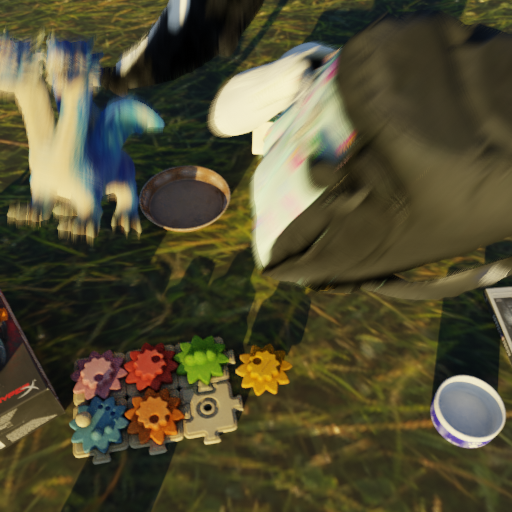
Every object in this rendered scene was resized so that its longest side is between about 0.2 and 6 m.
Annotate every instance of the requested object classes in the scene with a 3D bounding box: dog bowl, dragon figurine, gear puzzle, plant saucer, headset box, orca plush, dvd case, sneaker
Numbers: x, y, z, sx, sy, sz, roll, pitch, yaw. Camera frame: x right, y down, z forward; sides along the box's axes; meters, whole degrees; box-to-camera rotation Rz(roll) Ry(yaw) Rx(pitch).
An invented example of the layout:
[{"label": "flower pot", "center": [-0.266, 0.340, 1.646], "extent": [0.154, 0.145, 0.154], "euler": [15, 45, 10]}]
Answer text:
[{"label": "dog bowl", "center": [3.105, 2.295, 8.266], "extent": [0.988, 0.389, 0.988], "euler": [0, 51, 0]}, {"label": "dragon figurine", "center": [-2.208, -1.599, 7.898], "extent": [1.392, 4.731, 2.352], "euler": [15, 98, 9]}, {"label": "gear puzzle", "center": [-1.100, 1.978, 8.480], "extent": [3.408, 0.446, 1.765], "euler": [-8, 52, -6]}, {"label": "plant saucer", "center": [-1.390, -1.084, 11.047], "extent": [1.768, 0.304, 1.768], "euler": [-1, 51, 1]}, {"label": "headset box", "center": [-4.549, 1.553, 8.241], "extent": [2.202, 1.143, 2.959], "euler": [-28, 63, -21]}, {"label": "orca plush", "center": [-0.988, -4.014, 9.741], "extent": [3.990, 2.099, 1.418], "euler": [-33, 58, -5]}, {"label": "dvd case", "center": [4.653, 1.238, 9.233], "extent": [1.288, 0.212, 1.713], "euler": [-4, 51, -3]}, {"label": "sneaker", "center": [0.409, -3.106, 10.153], "extent": [2.637, 1.028, 1.310], "euler": [-37, 21, -8]}]

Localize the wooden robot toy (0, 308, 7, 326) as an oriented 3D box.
[{"label": "wooden robot toy", "center": [-3.953, 0.929, 7.432], "extent": [1.207, 1.172, 2.659], "euler": [-9, 57, -24]}]

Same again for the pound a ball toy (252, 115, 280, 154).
[{"label": "pound a ball toy", "center": [0.995, -2.546, 12.019], "extent": [2.047, 0.870, 1.335], "euler": [4, 26, 3]}]

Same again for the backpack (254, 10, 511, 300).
[{"label": "backpack", "center": [1.692, -1.009, 7.360], "extent": [3.602, 4.316, 2.732], "euler": [12, 70, -18]}]
